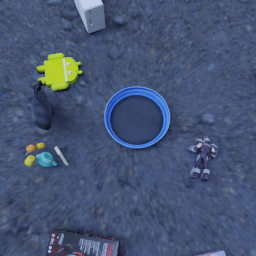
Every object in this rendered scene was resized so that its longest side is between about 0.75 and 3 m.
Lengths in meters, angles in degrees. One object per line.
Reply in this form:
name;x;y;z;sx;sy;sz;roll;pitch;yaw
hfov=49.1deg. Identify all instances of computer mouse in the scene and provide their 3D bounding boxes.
computer mouse;-2.299;-0.475;7.142;0.431;1.133;1.637;-3;27;-25

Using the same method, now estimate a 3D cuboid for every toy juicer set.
toy juicer set;-2.128;0.709;7.227;1.063;0.289;0.676;9;42;-34

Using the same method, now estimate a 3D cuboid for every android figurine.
android figurine;-2.039;-1.678;8.367;1.340;0.275;1.220;-9;71;-1

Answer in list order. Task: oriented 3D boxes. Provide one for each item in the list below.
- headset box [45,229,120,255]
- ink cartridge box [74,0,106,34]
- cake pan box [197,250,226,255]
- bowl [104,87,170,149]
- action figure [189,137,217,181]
headset box;-0.986;3.146;6.432;1.780;0.668;1.323;10;71;3
ink cartridge box;-1.263;-3.905;8.716;0.629;1.079;1.493;-21;72;-7
cake pan box;1.766;3.688;6.410;1.323;0.376;1.437;-11;71;-1
bowl;0.252;-0.280;7.820;1.812;0.356;1.812;0;71;0
action figure;1.960;0.772;7.393;0.772;0.411;1.186;16;75;0
